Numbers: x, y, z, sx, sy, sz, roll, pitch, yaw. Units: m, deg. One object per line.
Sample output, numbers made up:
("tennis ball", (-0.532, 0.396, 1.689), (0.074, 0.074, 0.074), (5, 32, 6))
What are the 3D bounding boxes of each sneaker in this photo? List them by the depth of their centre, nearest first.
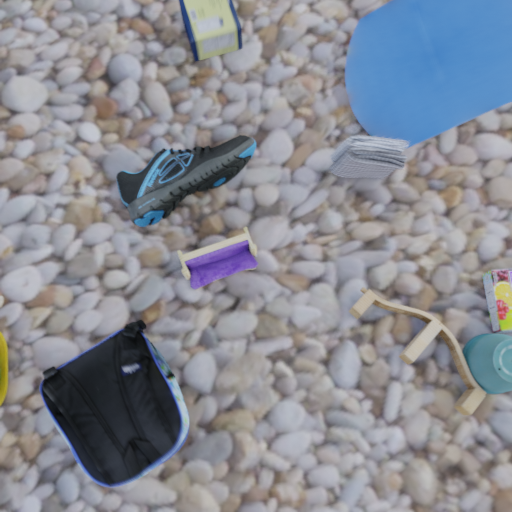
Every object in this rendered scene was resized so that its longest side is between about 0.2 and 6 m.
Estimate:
("sneaker", (-1.424, -1.813, 11.371), (2.984, 1.092, 1.222), (-29, 78, -7))

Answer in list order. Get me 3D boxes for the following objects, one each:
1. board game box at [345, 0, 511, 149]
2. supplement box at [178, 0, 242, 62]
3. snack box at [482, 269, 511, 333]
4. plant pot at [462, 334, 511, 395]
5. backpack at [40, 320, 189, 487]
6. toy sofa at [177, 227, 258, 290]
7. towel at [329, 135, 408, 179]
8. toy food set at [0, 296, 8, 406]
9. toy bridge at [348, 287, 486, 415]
("board game box", (3.665, -3.954, 11.342), (3.781, 0.736, 2.987), (-22, 81, 33))
("supplement box", (-0.990, -5.100, 12.331), (1.125, 0.756, 1.126), (-16, 77, -4))
("snack box", (5.486, 0.845, 11.052), (1.718, 0.455, 1.222), (-3, 76, -1))
("plant pot", (4.585, 1.979, 10.449), (1.177, 1.106, 1.177), (0, 76, 0))
("backpack", (-2.327, 2.718, 9.947), (2.123, 1.705, 2.320), (-30, 76, -10))
("toy sofa", (-0.738, 0.065, 11.154), (1.535, 0.636, 0.749), (-19, 76, -5))
("towel", (2.265, -1.930, 11.311), (1.318, 1.091, 0.564), (5, 78, -10))
("toy food set", (-5.558, 1.959, 10.615), (1.408, 0.782, 2.394), (-8, 77, -2))
("toy bridge", (3.189, 1.649, 10.860), (3.021, 0.411, 1.015), (43, 74, 11))
